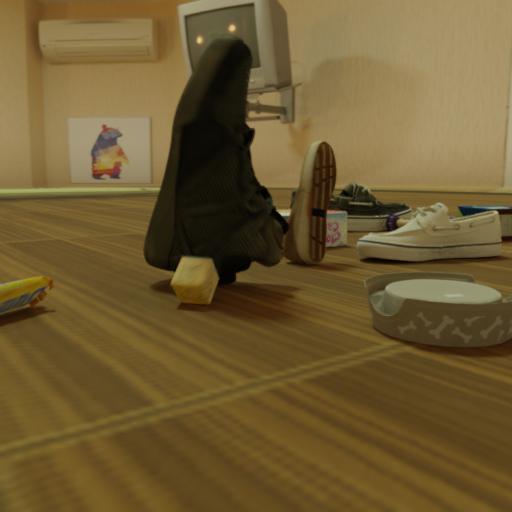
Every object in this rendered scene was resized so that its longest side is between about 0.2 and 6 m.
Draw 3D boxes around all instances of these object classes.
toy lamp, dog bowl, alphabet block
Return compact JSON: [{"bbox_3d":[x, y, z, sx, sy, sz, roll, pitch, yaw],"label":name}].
[{"bbox_3d":[3.547,-0.643,11.837,0.485,0.485,1.666,-8,9,-42],"label":"toy lamp"},{"bbox_3d":[1.623,0.443,4.917,1.352,0.397,1.352,-1,9,0],"label":"dog bowl"},{"bbox_3d":[-0.624,0.258,5.783,0.347,0.346,0.354,2,48,19],"label":"alphabet block"}]

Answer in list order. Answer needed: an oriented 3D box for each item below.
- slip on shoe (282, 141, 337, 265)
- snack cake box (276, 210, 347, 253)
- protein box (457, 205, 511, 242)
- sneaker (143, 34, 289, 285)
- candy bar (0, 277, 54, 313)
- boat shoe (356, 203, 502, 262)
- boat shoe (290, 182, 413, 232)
[{"bbox_3d":[0.762,-0.789,8.321,0.558,1.843,0.701,2,-3,43],"label":"slip on shoe"},{"bbox_3d":[0.595,-0.474,10.038,1.925,0.647,1.107,-7,9,-40],"label":"snack cake box"},{"bbox_3d":[4.727,-0.666,11.264,0.961,0.649,0.954,-3,9,-16],"label":"protein box"},{"bbox_3d":[-0.203,-0.903,6.337,1.628,2.843,1.087,21,21,12],"label":"sneaker"},{"bbox_3d":[-2.532,0.465,4.896,0.450,0.200,1.805,-39,-10,26],"label":"candy bar"},{"bbox_3d":[2.727,-0.395,8.746,2.450,0.855,0.869,-2,7,-11],"label":"boat shoe"},{"bbox_3d":[2.258,-1.146,12.893,3.101,1.100,1.118,-3,9,-19],"label":"boat shoe"}]
